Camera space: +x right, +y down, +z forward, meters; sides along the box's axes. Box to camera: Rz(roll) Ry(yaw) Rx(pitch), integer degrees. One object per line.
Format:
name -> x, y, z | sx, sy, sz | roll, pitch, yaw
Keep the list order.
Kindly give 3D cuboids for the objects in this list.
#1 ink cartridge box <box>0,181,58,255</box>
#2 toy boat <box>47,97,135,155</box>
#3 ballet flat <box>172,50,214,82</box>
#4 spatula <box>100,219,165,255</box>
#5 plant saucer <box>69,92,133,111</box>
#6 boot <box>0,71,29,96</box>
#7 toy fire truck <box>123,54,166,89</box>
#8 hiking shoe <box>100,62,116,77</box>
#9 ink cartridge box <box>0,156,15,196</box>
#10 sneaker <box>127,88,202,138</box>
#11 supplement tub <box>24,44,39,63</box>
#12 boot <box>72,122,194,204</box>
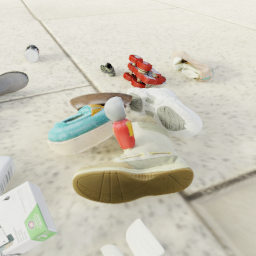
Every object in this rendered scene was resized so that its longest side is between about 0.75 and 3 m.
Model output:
ink cartridge box -> -1.969, 1.630, 4.637 | 1.269, 0.535, 0.927 | -30, 65, -7
toy boat -> -0.778, -0.127, 6.827 | 2.067, 1.143, 2.459 | -31, 20, -37
ballet flat -> 2.314, -2.467, 11.147 | 0.784, 0.794, 2.332 | -28, 42, -21
spatula -> 0.131, 2.519, 4.015 | 1.546, 0.179, 2.223 | -30, 40, -15
plant saucer -> -0.767, -0.689, 8.172 | 1.852, 0.297, 1.852 | -4, -7, -1
boot -> -4.369, -1.097, 9.274 | 2.218, 0.774, 1.460 | -18, 40, -7
toy fire truck -> 0.703, -2.055, 10.508 | 1.390, 0.928, 1.656 | 1, 31, -32
hiking shoe -> -0.806, -2.450, 11.314 | 0.371, 0.494, 0.981 | -24, 41, -30
ink cartridge box -> -3.995, 1.462, 5.523 | 2.601, 0.563, 2.554 | 4, 36, 2
sneaker -> 1.224, -0.675, 8.315 | 1.342, 1.053, 2.702 | -23, 41, -35
supplement tub -> -4.294, -3.371, 12.558 | 0.601, 0.601, 0.981 | -7, 35, -10
boot -> -0.013, 0.671, 6.447 | 2.532, 0.912, 1.958 | -4, 34, -11
